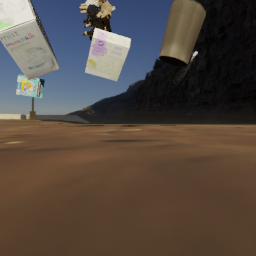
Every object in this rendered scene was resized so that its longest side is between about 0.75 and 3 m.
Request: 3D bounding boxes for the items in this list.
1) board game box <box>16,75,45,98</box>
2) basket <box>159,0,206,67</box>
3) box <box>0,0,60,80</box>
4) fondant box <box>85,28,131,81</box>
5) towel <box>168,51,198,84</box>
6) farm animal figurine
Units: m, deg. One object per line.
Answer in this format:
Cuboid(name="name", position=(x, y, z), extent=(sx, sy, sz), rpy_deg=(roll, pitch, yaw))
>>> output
Cuboid(name="board game box", position=(-3.694, -1.566, 10.625), extent=(0.953, 0.719, 0.224), rpy_deg=(9, 29, -15))
Cuboid(name="basket", position=(1.747, -3.056, 9.293), extent=(1.202, 1.768, 1.594), rpy_deg=(17, 0, 15))
Cuboid(name="box", position=(-3.146, -3.062, 8.365), extent=(1.142, 2.363, 2.085), rpy_deg=(-23, -24, -5))
Cuboid(name="fondant box", position=(-0.533, -1.809, 7.075), extent=(0.895, 0.361, 1.240), rpy_deg=(14, -35, -10))
Cuboid(name="towel", position=(2.068, -2.424, 10.750), extent=(0.554, 1.294, 1.071), rpy_deg=(32, 31, 7))
Cuboid(name="farm animal figurine", position=(-0.922, -3.712, 9.161), extent=(1.024, 1.644, 2.035), rpy_deg=(-3, 9, 2))
